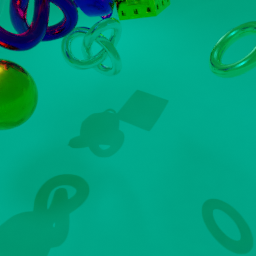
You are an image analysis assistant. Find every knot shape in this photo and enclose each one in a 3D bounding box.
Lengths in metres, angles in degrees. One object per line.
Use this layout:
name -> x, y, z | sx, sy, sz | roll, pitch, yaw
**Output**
knot shape -> -1.663, -2.161, 5.076 | 0.871, 1.765, 1.886 | 30, 89, 24
knot shape -> -0.738, -1.914, 7.087 | 1.608, 1.505, 0.743 | -24, 40, 11

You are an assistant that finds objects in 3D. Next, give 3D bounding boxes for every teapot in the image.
teapot -> -0.992, -3.425, 7.080 | 0.991, 2.024, 1.258 | -22, 63, 22

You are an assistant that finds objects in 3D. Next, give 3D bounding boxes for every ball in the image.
ball -> -2.146, -0.561, 4.734 | 1.202, 1.202, 1.202 | 0, 42, 0

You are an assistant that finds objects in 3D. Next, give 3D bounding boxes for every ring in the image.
ring -> 1.934, -1.367, 4.879 | 1.157, 0.231, 1.157 | -34, 36, 30

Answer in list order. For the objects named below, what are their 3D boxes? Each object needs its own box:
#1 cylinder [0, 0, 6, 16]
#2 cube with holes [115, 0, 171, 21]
cylinder -> -3.706, -3.320, 7.438 | 0.726, 0.726, 0.726 | 19, 1, 0
cube with holes -> 0.374, -3.803, 7.778 | 1.155, 1.155, 1.155 | 5, 38, 29
